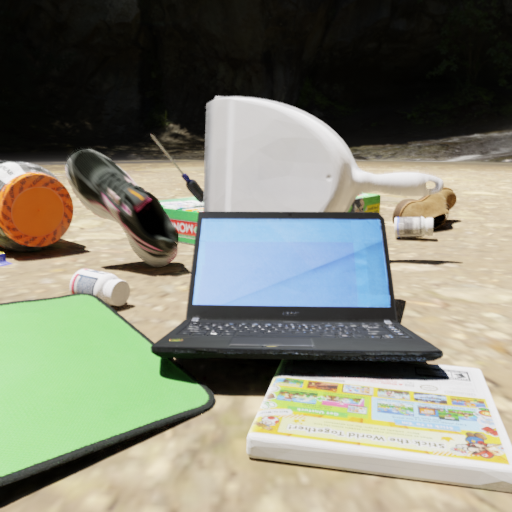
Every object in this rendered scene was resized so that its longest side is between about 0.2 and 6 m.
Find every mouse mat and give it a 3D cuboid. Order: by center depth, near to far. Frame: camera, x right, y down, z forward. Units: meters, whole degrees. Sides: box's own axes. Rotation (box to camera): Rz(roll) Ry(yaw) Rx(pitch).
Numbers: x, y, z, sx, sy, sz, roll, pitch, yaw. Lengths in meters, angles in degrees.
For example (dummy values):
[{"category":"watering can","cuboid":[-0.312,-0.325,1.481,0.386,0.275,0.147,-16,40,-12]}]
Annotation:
[{"category":"mouse mat","cuboid":[-1.815,0.848,3.981,2.547,0.096,2.050,-8,28,-45]}]

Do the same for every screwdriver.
[{"category":"screwdriver","cuboid":[-1.480,-1.631,10.612,0.229,1.640,0.239,-20,36,32]}]

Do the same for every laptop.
[{"category":"laptop","cuboid":[0.356,0.143,5.548,2.286,1.332,2.579,0,1,3]}]

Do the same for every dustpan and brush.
[{"category":"dustpan and brush","cuboid":[1.074,-1.163,8.718,3.621,2.527,1.036,3,4,12]}]

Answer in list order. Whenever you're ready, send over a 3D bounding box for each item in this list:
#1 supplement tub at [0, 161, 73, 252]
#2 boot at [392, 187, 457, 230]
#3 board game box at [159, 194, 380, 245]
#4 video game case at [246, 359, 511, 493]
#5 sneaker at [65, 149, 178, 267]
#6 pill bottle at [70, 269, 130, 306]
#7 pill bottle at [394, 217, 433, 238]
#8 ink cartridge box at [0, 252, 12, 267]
[{"category":"supplement tub","cuboid":[-4.479,-0.939,10.210,1.570,1.570,2.563,-11,15,-42]},{"category":"boot","cuboid":[4.049,-0.983,12.649,0.860,0.839,2.280,27,34,37]},{"category":"board game box","cuboid":[0.155,-0.931,12.226,3.192,0.691,4.744,11,16,39]},{"category":"video game case","cuboid":[0.874,1.091,4.014,1.611,0.184,1.466,4,12,12]},{"category":"sneaker","cuboid":[-1.875,-0.832,8.345,0.857,2.134,0.921,-50,7,-26]},{"category":"pill bottle","cuboid":[-1.863,0.398,6.719,0.679,0.406,0.406,9,15,33]},{"category":"pill bottle","cuboid":[3.084,-0.558,10.955,0.722,0.410,0.410,-1,11,16]},{"category":"ink cartridge box","cuboid":[-4.416,0.070,8.794,0.815,0.192,0.806,6,13,34]}]
